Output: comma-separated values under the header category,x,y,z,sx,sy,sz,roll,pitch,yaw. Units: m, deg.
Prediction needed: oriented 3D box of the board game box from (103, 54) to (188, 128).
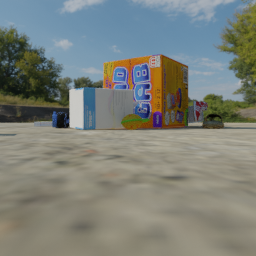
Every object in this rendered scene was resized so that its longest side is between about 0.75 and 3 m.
category,x,y,z,sx,sy,sz,roll,pitch,yaw
board game box,0.808,-1.361,11.778,2.675,2.677,2.674,1,2,33

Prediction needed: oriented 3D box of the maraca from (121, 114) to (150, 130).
category,x,y,z,sx,sy,sz,roll,pitch,yaw
maraca,0.229,-0.207,9.026,0.949,0.507,0.650,-5,-5,-18

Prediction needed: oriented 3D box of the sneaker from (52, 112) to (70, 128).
category,x,y,z,sx,sy,sz,roll,pitch,yaw
sneaker,-2.719,-0.309,11.606,0.784,0.705,2.011,4,6,-14

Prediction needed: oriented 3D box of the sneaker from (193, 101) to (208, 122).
category,x,y,z,sx,sy,sz,roll,pitch,yaw
sneaker,2.846,-0.676,10.945,0.586,1.042,0.371,-1,-41,12

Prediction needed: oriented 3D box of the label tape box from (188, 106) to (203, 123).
category,x,y,z,sx,sy,sz,roll,pitch,yaw
label tape box,2.305,-0.578,14.114,2.633,0.870,1.886,-4,-1,6

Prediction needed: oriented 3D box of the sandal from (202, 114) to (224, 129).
category,x,y,z,sx,sy,sz,roll,pitch,yaw
sandal,3.344,-0.284,11.007,0.863,0.580,2.147,0,1,17

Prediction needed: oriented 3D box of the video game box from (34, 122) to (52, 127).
category,x,y,z,sx,sy,sz,roll,pitch,yaw
video game box,-4.187,-0.208,14.573,1.062,0.273,1.166,-3,1,-2

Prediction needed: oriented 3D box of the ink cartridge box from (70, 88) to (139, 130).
category,x,y,z,sx,sy,sz,roll,pitch,yaw
ink cartridge box,-0.790,-0.654,9.651,2.117,1.326,1.361,-1,4,-29
